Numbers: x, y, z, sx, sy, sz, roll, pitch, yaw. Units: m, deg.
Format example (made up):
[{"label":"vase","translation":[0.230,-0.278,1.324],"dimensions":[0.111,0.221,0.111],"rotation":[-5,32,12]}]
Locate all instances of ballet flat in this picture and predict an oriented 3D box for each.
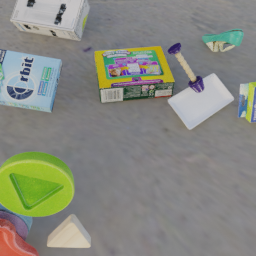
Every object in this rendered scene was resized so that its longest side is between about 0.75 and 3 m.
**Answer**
[{"label":"ballet flat","translation":[3.054,-2.868,9.349],"dimensions":[0.599,0.626,1.780],"rotation":[5,8,-26]}]

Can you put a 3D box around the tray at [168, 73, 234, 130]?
[{"label":"tray","translation":[2.000,-0.739,7.677],"dimensions":[1.837,0.204,0.986],"rotation":[-31,79,-23]}]

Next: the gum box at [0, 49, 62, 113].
[{"label":"gum box","translation":[-2.734,-1.260,7.413],"dimensions":[1.692,0.377,1.437],"rotation":[9,73,-3]}]

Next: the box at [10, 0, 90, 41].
[{"label":"box","translation":[-2.726,-4.048,9.948],"dimensions":[2.433,0.732,1.419],"rotation":[11,81,10]}]

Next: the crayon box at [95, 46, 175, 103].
[{"label":"crayon box","translation":[0.126,-1.658,8.416],"dimensions":[2.124,0.619,1.832],"rotation":[-6,47,-6]}]

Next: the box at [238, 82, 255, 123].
[{"label":"box","translation":[3.763,-0.709,7.203],"dimensions":[1.675,1.021,0.399],"rotation":[-5,26,3]}]

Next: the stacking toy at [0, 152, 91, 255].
[{"label":"stacking toy","translation":[-1.910,1.124,4.654],"dimensions":[2.363,2.611,1.103],"rotation":[-11,34,0]}]

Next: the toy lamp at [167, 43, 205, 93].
[{"label":"toy lamp","translation":[1.546,-1.509,7.227],"dimensions":[0.418,1.435,0.418],"rotation":[-30,28,17]}]
